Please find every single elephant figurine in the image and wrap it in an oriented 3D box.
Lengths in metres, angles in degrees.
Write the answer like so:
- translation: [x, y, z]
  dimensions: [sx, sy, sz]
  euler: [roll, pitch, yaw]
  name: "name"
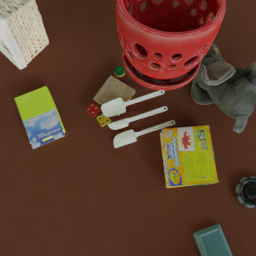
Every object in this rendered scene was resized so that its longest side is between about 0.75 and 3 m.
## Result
- translation: [2.835, -1.571, 8.979]
  dimensions: [2.777, 1.965, 2.155]
  euler: [26, 32, 16]
  name: "elephant figurine"

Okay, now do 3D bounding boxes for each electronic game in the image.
- translation: [3.809, 1.974, 8.664]
  dimensions: [0.981, 0.204, 0.981]
  euler: [0, 78, -1]
  name: "electronic game"

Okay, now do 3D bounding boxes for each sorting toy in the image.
- translation: [-0.480, -0.999, 9.369]
  dimensions: [1.019, 0.357, 2.114]
  euler: [32, 77, 8]
  name: "sorting toy"

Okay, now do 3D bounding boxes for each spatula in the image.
- translation: [0.360, -0.394, 9.102]
  dimensions: [2.172, 0.174, 1.510]
  euler: [-19, 93, -6]
  name: "spatula"

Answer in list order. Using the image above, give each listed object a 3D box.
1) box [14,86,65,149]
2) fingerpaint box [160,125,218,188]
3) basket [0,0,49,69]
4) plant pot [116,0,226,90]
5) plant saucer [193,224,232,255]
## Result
- translation: [-2.838, -0.324, 9.145]
  dimensions: [1.135, 0.443, 1.861]
  euler: [-23, 76, -6]
  name: "box"
- translation: [1.851, 0.896, 8.715]
  dimensions: [1.487, 0.654, 1.783]
  euler: [-5, 75, -2]
  name: "fingerpaint box"
- translation: [-3.710, -3.363, 8.973]
  dimensions: [1.635, 2.412, 1.488]
  euler: [43, 75, 10]
  name: "basket"
- translation: [0.928, -2.434, 7.257]
  dimensions: [2.507, 2.283, 2.507]
  euler: [1, 63, -2]
  name: "plant pot"
- translation: [2.779, 4.137, 8.098]
  dimensions: [0.867, 0.235, 2.480]
  euler: [-19, 75, -5]
  name: "plant saucer"
